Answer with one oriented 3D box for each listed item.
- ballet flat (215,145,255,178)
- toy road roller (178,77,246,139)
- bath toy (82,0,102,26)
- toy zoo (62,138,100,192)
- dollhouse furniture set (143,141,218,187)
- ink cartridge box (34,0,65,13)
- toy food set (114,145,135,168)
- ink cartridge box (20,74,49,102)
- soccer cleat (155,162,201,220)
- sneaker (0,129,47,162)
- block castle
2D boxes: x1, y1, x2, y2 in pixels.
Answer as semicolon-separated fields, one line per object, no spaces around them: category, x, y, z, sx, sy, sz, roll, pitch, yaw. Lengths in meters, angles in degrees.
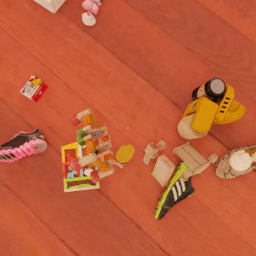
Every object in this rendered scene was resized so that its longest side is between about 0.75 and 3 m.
ballet flat;4.760;1.051;10.614;2.980;1.122;1.011;-19;72;-4
toy road roller;3.282;-0.528;10.787;1.866;1.571;2.556;30;79;-6
bath toy;-1.614;-5.435;12.268;0.813;0.691;1.869;12;79;3
toy zoo;-1.878;1.381;11.010;1.371;0.214;2.090;-7;78;-1
dollhouse furniture set;1.999;1.243;10.990;2.209;1.079;1.884;-20;53;-33
ink cartridge box;-3.302;-6.379;12.388;1.447;0.840;2.006;34;80;7
toy food set;-0.153;1.123;10.946;0.604;0.336;1.027;28;61;21
ink cartridge box;-3.868;-1.635;11.593;0.771;0.368;0.878;31;79;6
soccer cleat;1.874;2.427;10.490;1.002;0.835;2.472;32;77;6
sneaker;-4.304;0.626;10.983;2.196;0.867;1.047;-15;58;-5
block castle;-1.312;0.606;9.360;1.028;1.465;2.192;-25;51;16
